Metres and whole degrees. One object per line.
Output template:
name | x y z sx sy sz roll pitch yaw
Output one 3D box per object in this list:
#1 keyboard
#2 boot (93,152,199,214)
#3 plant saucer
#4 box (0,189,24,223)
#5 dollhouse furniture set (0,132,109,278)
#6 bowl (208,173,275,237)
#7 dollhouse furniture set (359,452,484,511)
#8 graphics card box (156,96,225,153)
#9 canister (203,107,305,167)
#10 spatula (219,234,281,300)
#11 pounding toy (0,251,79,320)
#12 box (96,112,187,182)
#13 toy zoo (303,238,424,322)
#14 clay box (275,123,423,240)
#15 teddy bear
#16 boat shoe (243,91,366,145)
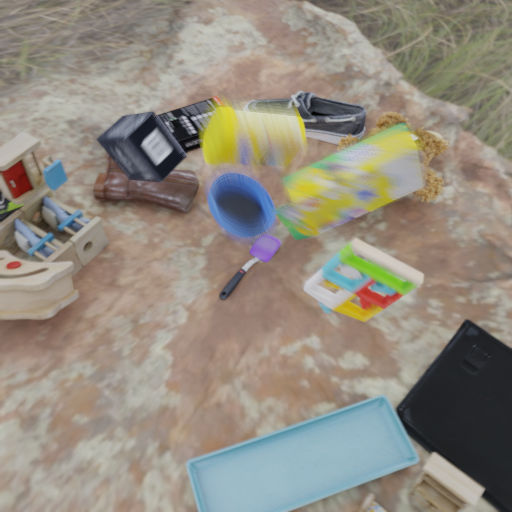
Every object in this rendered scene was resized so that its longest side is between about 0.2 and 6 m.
keyboard | 4.736 2.980 7.782 5.122 1.015 2.666 39 84 25
boot | -2.041 -1.780 11.384 2.080 0.668 1.939 6 65 8
plant saucer | 0.655 2.951 7.936 3.134 0.297 1.096 -16 54 -11
box | -5.591 -1.278 10.229 2.079 1.292 1.544 1 16 1
dollhouse furniture set | -3.763 -0.711 9.679 1.436 2.037 1.427 28 57 20
bowl | -0.261 -0.868 9.704 1.246 0.245 1.246 17 53 -23
dollhouse furniture set | 2.014 3.459 7.031 1.394 1.057 1.591 34 59 24
graphics card box | -1.385 -2.869 12.397 1.709 0.435 1.072 -23 56 -18
canister | -0.043 -2.065 9.916 1.542 1.145 0.667 -1 67 -23
spatula | -0.159 0.203 10.160 0.458 0.166 1.619 28 58 22
pounding toy | -4.128 0.728 9.433 2.252 1.292 1.287 0 25 3
box | -1.793 -1.679 8.693 0.625 0.887 1.198 -49 33 -19
toy zoo | 1.280 0.399 7.223 0.995 1.516 0.155 27 55 -9
clay box | 1.491 -1.140 9.263 2.377 1.366 0.566 -23 62 11
teddy bear | 2.630 -1.836 11.352 2.380 1.096 3.282 20 46 6
boat shoe | 1.039 -3.161 12.304 2.756 0.934 0.988 15 53 12
